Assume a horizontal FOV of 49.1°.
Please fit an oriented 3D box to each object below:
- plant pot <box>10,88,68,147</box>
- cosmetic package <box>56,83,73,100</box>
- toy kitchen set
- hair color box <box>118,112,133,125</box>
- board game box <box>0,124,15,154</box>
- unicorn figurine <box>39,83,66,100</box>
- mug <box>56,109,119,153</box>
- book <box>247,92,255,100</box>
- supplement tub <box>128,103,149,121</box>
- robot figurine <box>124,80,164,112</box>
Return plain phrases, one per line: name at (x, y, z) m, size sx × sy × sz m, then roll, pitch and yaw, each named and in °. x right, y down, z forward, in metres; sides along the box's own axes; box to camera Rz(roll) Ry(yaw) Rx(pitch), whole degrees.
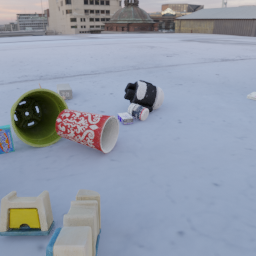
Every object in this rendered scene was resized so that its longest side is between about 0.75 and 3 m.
plant pot at (-3.703, -0.484, 10.952) m, size 2.150 × 2.150 × 2.042 m, roll -17°, pitch 17°, yaw -34°
cosmetic package at (-3.615, -2.086, 15.915) m, size 0.750 × 0.633 × 1.404 m, roll -7°, pitch 22°, yaw -16°
toy kitchen set at (-1.704, 2.377, 5.339) m, size 2.245 × 1.651 × 2.803 m, roll -1°, pitch 4°, yaw -1°
hair color box at (-0.123, -0.432, 12.574) m, size 0.472 × 0.280 × 0.864 m, roll -8°, pitch 21°, yaw -17°
board game box at (-4.693, 0.466, 9.718) m, size 1.290 × 0.981 × 0.290 m, roll -11°, pitch 26°, yaw -22°
unicorn figurine at (-4.307, -1.669, 14.954) m, size 2.100 × 0.775 × 1.442 m, roll 20°, pitch 18°, yaw 9°
mug at (-1.443, 0.161, 10.176) m, size 1.970 × 1.749 × 1.314 m, roll 13°, pitch 56°, yaw 22°
book at (7.367, -1.702, 15.444) m, size 0.847 × 0.305 × 1.267 m, roll -24°, pitch 32°, yaw -38°
supplement tub at (0.473, -0.737, 12.732) m, size 0.838 × 0.588 × 0.588 m, roll 26°, pitch 33°, yaw 26°
robot figurine at (0.800, -1.590, 13.749) m, size 1.947 × 1.463 × 1.215 m, roll 12°, pitch 7°, yaw -14°
